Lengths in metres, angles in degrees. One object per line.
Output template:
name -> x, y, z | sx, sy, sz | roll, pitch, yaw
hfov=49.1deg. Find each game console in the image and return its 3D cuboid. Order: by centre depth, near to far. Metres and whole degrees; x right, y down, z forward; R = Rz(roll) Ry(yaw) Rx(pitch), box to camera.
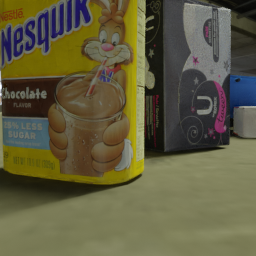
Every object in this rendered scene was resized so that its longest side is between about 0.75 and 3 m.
game console -> 2.441, -0.934, 8.215 | 2.944, 1.742, 2.513 | 1, 21, -20

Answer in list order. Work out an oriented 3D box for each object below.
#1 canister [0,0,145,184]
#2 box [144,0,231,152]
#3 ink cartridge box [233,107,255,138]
canister -> -0.591, -0.637, 2.974 | 1.658, 2.233, 0.966 | 2, 5, 23
box -> 0.834, -0.859, 4.970 | 1.575, 2.383, 1.367 | -3, 5, -31
ink cartridge box -> 3.859, -0.173, 6.813 | 2.261, 0.763, 1.317 | 1, 4, 10
